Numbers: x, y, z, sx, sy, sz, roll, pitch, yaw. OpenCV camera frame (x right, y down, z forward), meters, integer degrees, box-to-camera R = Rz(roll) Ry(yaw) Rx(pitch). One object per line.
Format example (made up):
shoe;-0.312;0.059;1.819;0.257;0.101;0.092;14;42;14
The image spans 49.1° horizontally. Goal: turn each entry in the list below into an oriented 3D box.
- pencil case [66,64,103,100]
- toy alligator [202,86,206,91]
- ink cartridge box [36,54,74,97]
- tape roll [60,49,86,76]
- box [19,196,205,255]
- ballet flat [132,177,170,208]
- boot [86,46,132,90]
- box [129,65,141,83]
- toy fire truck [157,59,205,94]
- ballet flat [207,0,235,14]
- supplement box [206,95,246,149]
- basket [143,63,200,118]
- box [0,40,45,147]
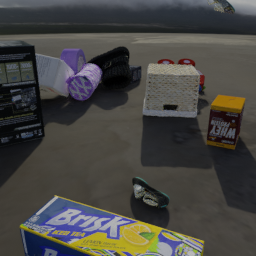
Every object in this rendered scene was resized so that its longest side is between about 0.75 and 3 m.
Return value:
pencil case;-1.711;-1.914;11.283;1.052;1.033;2.460;30;22;-7
toy alligator;2.999;-1.782;12.084;0.279;0.305;1.028;-43;27;3
ink cartridge box;-3.506;-2.044;10.281;2.559;1.079;1.868;14;-2;5
tape roll;-2.352;-2.584;12.164;0.704;1.656;1.656;3;23;6
box;-0.234;1.556;3.459;2.163;0.696;0.758;9;24;23
ballet flat;0.321;1.148;4.983;0.305;0.304;0.893;-29;35;-35
boot;-1.026;-2.405;12.602;2.666;1.003;1.993;-24;48;29
box;0.024;-2.639;13.626;0.900;0.635;1.217;11;25;26
toy fire truck;2.076;-1.853;11.248;2.163;1.213;1.817;-5;40;-10
ballet flat;2.829;-3.984;8.868;0.460;0.460;1.278;-22;71;-42
supplement box;2.509;-0.181;7.167;0.698;1.051;1.036;11;25;24
basket;1.419;-1.292;9.412;1.752;1.422;1.768;3;24;5
box;-3.745;-0.742;6.716;2.970;2.432;1.279;-15;27;-30
